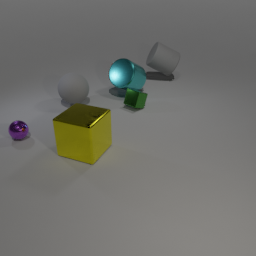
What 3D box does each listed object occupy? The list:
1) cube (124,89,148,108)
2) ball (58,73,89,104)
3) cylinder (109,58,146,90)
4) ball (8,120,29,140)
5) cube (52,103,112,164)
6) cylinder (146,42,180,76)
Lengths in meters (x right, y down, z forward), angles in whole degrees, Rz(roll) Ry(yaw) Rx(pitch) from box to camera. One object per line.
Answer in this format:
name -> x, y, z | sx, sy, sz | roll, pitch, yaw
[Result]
cube -> 0.340, -1.311, 12.498 | 0.700, 0.700, 0.700 | 23, 14, 34
ball -> -2.448, -1.784, 12.616 | 1.400, 1.400, 1.400 | 0, 29, 0
cylinder -> -0.003, -2.569, 13.762 | 1.400, 1.400, 1.400 | 17, 6, 27
ball -> -3.992, 0.071, 10.221 | 0.700, 0.700, 0.700 | 0, 29, 0
cube -> -1.471, 0.146, 9.387 | 1.400, 1.400, 1.400 | 12, 31, 20
cylinder -> 1.923, -3.809, 15.441 | 1.400, 1.400, 1.400 | 23, 26, -15
